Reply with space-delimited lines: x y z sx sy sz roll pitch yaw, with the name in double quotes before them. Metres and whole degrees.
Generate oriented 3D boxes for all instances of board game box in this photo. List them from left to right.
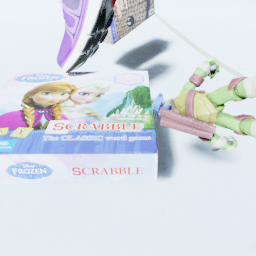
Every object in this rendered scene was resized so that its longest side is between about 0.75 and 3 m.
"board game box" -1.014 -0.220 4.995 2.911 0.599 2.904 -1 33 0
"board game box" -0.262 -3.773 8.186 1.014 1.670 2.095 28 59 31

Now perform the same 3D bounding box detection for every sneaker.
"sneaker" -0.872 -2.444 5.223 1.213 2.908 1.172 26 30 5

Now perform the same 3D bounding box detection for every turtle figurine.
"turtle figurine" 0.938 -0.227 2.619 1.157 0.832 1.122 19 -7 -33
